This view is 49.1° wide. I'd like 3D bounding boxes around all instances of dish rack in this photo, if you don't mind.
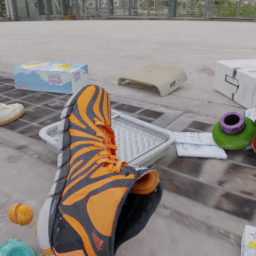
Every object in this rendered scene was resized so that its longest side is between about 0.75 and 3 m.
[{"bbox_3d":[-0.433,0.318,5.891,2.404,0.523,2.063,21,31,38],"label":"dish rack"}]

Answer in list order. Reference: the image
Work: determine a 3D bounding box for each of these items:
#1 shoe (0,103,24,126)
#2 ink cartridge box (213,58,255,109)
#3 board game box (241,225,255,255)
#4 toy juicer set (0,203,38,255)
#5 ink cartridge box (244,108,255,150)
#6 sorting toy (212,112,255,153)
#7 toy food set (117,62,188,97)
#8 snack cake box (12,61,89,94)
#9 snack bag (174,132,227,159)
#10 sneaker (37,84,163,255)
[{"bbox_3d":[-3.559,-0.349,7.321,0.679,0.518,1.942,15,29,29],"label":"shoe"},{"bbox_3d":[4.201,-1.460,9.067,1.830,1.057,2.507,-5,25,-10],"label":"ink cartridge box"},{"bbox_3d":[2.153,1.787,2.948,1.813,0.310,1.219,9,26,20],"label":"board game box"},{"bbox_3d":[-1.206,1.556,3.354,1.456,0.396,0.927,46,36,21],"label":"toy juicer set"},{"bbox_3d":[4.044,-0.147,6.463,2.536,0.549,2.490,-18,15,29],"label":"ink cartridge box"},{"bbox_3d":[2.554,-0.045,5.604,1.124,0.768,1.870,-46,42,-19],"label":"sorting toy"},{"bbox_3d":[0.881,-1.799,10.497,2.207,0.667,1.583,20,44,39],"label":"toy food set"},{"bbox_3d":[-2.807,-1.909,10.354,2.373,0.797,1.365,7,25,15],"label":"snack cake box"},{"bbox_3d":[1.566,0.359,6.251,1.060,0.120,1.124,3,24,6],"label":"snack bag"},{"bbox_3d":[-0.214,0.420,3.658,1.403,0.971,2.504,-13,59,32],"label":"sneaker"}]
